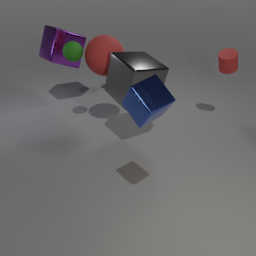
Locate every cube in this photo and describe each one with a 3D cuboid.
[{"bbox_3d":[0.242,-1.605,9.287,1.400,1.400,1.400,-12,42,-34],"label":"cube"},{"bbox_3d":[0.409,-0.550,5.816,0.700,0.700,0.700,-30,78,-27],"label":"cube"},{"bbox_3d":[-2.894,-3.562,12.307,1.400,1.400,1.400,5,18,-40],"label":"cube"}]

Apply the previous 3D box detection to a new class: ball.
[{"bbox_3d":[-0.822,-2.549,9.886,1.400,1.400,1.400,0,30,0],"label":"ball"},{"bbox_3d":[-1.924,-2.673,9.798,0.700,0.700,0.700,0,30,0],"label":"ball"}]

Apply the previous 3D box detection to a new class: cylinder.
[{"bbox_3d":[3.767,-2.509,10.526,0.700,0.700,0.700,-11,46,11],"label":"cylinder"}]
